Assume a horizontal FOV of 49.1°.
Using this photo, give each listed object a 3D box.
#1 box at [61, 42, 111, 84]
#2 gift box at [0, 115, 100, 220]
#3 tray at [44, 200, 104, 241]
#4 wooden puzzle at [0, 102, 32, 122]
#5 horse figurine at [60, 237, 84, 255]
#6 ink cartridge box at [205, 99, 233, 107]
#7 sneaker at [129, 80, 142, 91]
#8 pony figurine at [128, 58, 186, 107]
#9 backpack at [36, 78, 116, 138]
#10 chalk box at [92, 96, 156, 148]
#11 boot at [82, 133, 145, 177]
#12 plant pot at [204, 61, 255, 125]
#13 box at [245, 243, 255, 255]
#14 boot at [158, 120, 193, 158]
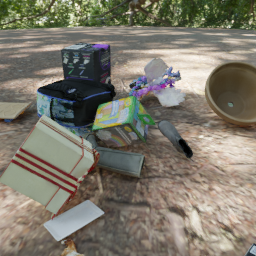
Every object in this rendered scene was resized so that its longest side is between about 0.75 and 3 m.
[{"bbox_3d":[-1.763,-2.166,12.470,1.541,2.906,1.777,9,27,18],"label":"box"},{"bbox_3d":[-1.829,0.946,6.733,1.767,1.746,1.892,34,10,-17],"label":"gift box"},{"bbox_3d":[-1.254,2.175,6.601,1.278,0.142,0.686,-22,34,-38],"label":"tray"},{"bbox_3d":[-5.361,-0.690,12.353,1.812,0.420,1.679,-2,25,7],"label":"wooden puzzle"},{"bbox_3d":[-1.122,2.592,5.500,1.095,0.273,0.726,13,10,42],"label":"horse figurine"},{"bbox_3d":[4.782,-1.273,13.455,1.564,0.515,2.150,-2,27,-4],"label":"ink cartridge box"},{"bbox_3d":[0.468,-2.449,15.941,0.653,0.575,1.465,9,18,33],"label":"sneaker"},{"bbox_3d":[1.488,-2.129,13.788,2.778,2.396,2.877,-21,11,42],"label":"pony figurine"},{"bbox_3d":[-2.097,-0.799,10.708,2.620,1.926,2.398,17,26,28],"label":"backpack"},{"bbox_3d":[-0.024,-0.211,9.336,1.893,1.178,1.172,-11,49,26],"label":"chalk box"},{"bbox_3d":[-0.506,0.807,8.786,2.100,0.762,1.909,0,29,8],"label":"boot"},{"bbox_3d":[4.525,-1.267,11.772,2.865,1.322,2.865,1,65,-3],"label":"plant pot"},{"bbox_3d":[2.345,2.681,5.095,0.606,0.526,0.918,20,31,39],"label":"box"},{"bbox_3d":[1.531,0.305,8.828,0.479,1.372,0.903,-44,6,1],"label":"boot"}]
